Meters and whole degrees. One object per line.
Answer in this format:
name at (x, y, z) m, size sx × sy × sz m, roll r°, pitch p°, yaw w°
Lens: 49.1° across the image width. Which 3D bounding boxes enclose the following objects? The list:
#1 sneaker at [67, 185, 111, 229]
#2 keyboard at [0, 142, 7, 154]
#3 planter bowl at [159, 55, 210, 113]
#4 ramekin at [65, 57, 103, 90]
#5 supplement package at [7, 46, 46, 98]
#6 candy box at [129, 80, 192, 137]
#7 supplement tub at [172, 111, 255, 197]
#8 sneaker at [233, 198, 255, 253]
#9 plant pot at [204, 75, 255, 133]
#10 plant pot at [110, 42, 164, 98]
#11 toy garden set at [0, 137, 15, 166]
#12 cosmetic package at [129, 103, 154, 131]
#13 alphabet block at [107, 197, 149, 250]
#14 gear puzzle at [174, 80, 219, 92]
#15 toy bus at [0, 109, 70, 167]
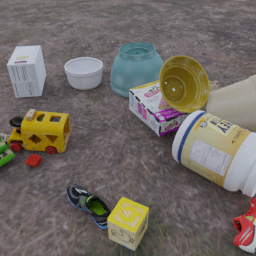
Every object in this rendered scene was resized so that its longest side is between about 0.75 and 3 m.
sneaker at (-1.069, 2.105, 8.012) m, size 1.776 × 0.736 × 0.630 m, roll 30°, pitch 45°, yaw 33°
keyboard at (-4.917, 0.853, 10.103) m, size 0.778 × 0.166 × 1.295 m, roll 10°, pitch 40°, yaw 13°
planter bowl at (1.816, -1.462, 9.953) m, size 2.035 × 2.035 × 0.847 m, roll -19°, pitch 1°, yaw -22°
ramekin at (-2.168, -2.700, 13.995) m, size 1.884 × 0.989 × 1.884 m, roll 0°, pitch 38°, yaw 0°
supplement package at (-4.781, -2.757, 13.474) m, size 1.207 × 1.695 × 2.176 m, roll -5°, pitch 37°, yaw -6°
candy box at (1.310, -0.881, 11.036) m, size 1.681 × 0.752 × 2.465 m, roll -20°, pitch 43°, yaw -19°
supplement tub at (2.958, 0.765, 8.754) m, size 2.665 × 1.924 × 1.924 m, roll 28°, pitch 46°, yaw 31°
sneaker at (3.251, 2.508, 7.600) m, size 0.723 × 0.656 × 1.702 m, roll 13°, pitch 39°, yaw 24°
plant pot at (4.037, -0.705, 10.472) m, size 2.236 × 2.443 × 2.443 m, roll -11°, pitch 36°, yaw 14°
plant pot at (0.473, -2.956, 13.471) m, size 2.835 × 1.899 × 2.835 m, roll -3°, pitch 38°, yaw 2°
toy garden set at (-5.199, 0.796, 9.671) m, size 1.740 × 0.416 × 2.087 m, roll -36°, pitch 52°, yaw -25°
cosmetic package at (0.863, -0.641, 11.766) m, size 0.772 × 0.474 × 1.871 m, roll -22°, pitch 43°, yaw -25°
alphabet block at (0.012, 2.512, 7.382) m, size 0.845 × 0.865 × 0.850 m, roll 16°, pitch 41°, yaw 21°
gear puzzle at (3.067, -1.911, 13.578) m, size 2.556 × 0.335 × 1.324 m, roll 5°, pitch 40°, yaw 11°
toy bus at (-3.359, 0.002, 10.154) m, size 2.586 × 1.336 × 2.440 m, roll -28°, pitch 49°, yaw -35°
